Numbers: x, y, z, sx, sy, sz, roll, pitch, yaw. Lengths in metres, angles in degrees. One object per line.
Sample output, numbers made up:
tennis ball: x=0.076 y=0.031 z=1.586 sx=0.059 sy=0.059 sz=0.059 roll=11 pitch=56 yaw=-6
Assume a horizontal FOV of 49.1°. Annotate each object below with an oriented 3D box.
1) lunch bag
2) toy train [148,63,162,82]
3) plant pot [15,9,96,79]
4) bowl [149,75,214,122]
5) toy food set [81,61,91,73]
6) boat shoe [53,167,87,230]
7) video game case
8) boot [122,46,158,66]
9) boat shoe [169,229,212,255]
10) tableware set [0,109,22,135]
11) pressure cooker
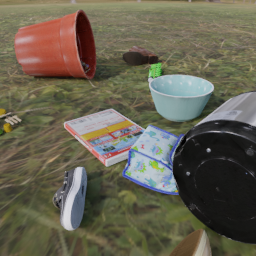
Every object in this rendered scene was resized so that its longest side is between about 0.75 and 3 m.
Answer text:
lunch bag: x=0.858 y=0.730 z=6.182 sx=1.538 sy=0.980 sz=1.308 roll=24 pitch=33 yaw=13
toy train: x=1.201 y=-2.423 z=12.355 sx=0.561 sy=0.415 sz=1.991 roll=-5 pitch=28 yaw=12
plant pot: x=-3.044 y=-3.364 z=11.909 sx=2.729 sy=2.806 sz=2.806 roll=-4 pitch=28 yaw=9
bowl: x=1.638 y=-0.900 z=8.930 sx=1.984 sy=1.038 sz=1.984 roll=1 pitch=29 yaw=0
toy food set: x=-2.056 y=-2.756 z=12.587 sx=0.771 sy=0.121 sz=0.490 roll=36 pitch=71 yaw=29
boat shoe: x=-1.173 y=1.326 z=5.461 sx=0.550 sy=0.580 sz=1.660 roll=-9 pitch=29 yaw=3
video game case: x=-0.514 y=0.149 z=7.896 sx=1.714 sy=0.209 sz=2.397 roll=-19 pitch=34 yaw=-31
boot: x=0.345 y=-3.914 z=14.691 sx=1.982 sy=0.683 sz=2.127 roll=2 pitch=30 yaw=-23
boat shoe: x=0.836 y=2.253 z=3.740 sx=0.680 sy=0.755 sz=2.092 roll=43 pitch=31 yaw=1
tableware set: x=-4.020 y=-0.186 z=8.525 sx=1.566 sy=0.240 sz=1.055 roll=25 pitch=41 yaw=35
pressure cooker: x=2.319 y=0.481 z=5.080 sx=2.222 sy=2.257 sz=2.526 roll=34 pitch=42 yaw=25
